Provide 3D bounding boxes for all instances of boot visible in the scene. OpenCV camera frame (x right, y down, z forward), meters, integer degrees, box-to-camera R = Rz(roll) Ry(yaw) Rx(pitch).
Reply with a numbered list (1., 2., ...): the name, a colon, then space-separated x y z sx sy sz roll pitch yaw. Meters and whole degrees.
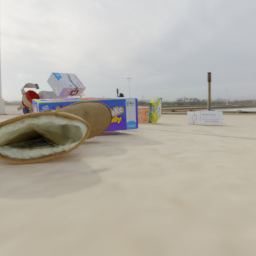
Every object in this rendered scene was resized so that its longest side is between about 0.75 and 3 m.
1. boot: -0.755 0.000 3.561 1.634 0.617 1.866 -15 7 -18

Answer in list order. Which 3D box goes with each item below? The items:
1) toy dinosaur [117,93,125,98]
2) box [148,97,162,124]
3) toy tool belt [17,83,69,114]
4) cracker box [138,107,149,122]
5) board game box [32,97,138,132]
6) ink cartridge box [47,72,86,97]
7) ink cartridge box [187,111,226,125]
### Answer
1. toy dinosaur: -0.516 -0.566 8.844 1.832 0.705 0.937 -1 33 41
2. box: 1.121 -0.738 11.650 0.361 0.875 1.491 7 18 18
3. toy tool belt: -3.405 -0.703 10.915 1.551 1.576 2.524 -33 -14 23
4. cracker box: 0.104 -0.654 13.508 1.702 0.733 2.542 -1 4 -10
5. board game box: -1.227 -0.385 6.843 1.989 0.662 2.958 -5 8 -21
6. ink cartridge box: -1.448 -1.076 6.953 0.946 0.548 0.315 -12 -33 -55
7. ink cartridge box: 2.957 -0.380 10.604 0.899 0.521 1.544 -1 3 -11
